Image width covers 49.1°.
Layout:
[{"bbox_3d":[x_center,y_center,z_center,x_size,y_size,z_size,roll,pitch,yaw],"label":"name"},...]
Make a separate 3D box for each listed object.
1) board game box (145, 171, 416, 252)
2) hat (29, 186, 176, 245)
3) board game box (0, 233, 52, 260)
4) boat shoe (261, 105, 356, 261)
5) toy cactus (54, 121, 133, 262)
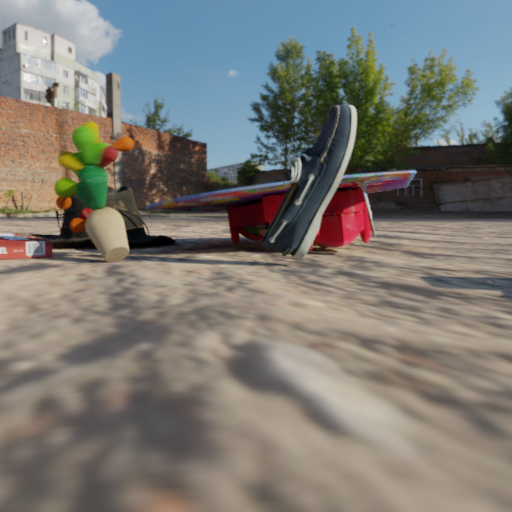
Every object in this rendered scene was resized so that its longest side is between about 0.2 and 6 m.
[{"bbox_3d":[0.738,-0.674,11.267,4.738,1.168,5.997,-6,2,13],"label":"board game box"},{"bbox_3d":[-3.302,-0.908,12.112,3.300,1.331,3.300,-1,3,0],"label":"hat"},{"bbox_3d":[-4.784,-0.188,9.813,1.690,0.319,3.283,-2,5,-32],"label":"board game box"},{"bbox_3d":[0.665,-0.987,7.322,0.660,2.133,0.799,18,23,-9],"label":"boat shoe"},{"bbox_3d":[-2.346,-0.789,8.561,1.234,1.992,2.414,-11,-31,-31],"label":"toy cactus"}]
